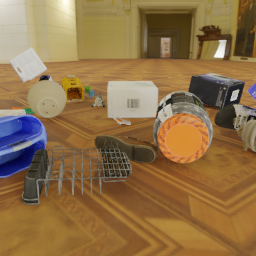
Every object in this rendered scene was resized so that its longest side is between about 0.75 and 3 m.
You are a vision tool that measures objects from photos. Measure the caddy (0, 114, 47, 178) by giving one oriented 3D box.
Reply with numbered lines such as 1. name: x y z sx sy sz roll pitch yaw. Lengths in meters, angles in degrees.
1. caddy: -3.323 0.455 7.938 1.159 1.561 2.208 6 19 32

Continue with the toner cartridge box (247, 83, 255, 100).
1. toner cartridge box: 5.416 -0.473 9.777 1.382 0.628 2.910 28 29 -26

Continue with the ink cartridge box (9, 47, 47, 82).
1. ink cartridge box: -3.058 -1.923 8.594 0.826 0.811 0.179 -35 0 -8

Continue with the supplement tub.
1. supplement tub: 1.749 -0.097 9.163 1.809 1.809 2.953 3 17 8

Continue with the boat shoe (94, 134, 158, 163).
1. boat shoe: -0.052 0.623 8.877 2.002 0.720 0.681 16 21 13

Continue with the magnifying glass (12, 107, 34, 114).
1. magnifying glass: -5.305 -0.918 14.400 1.504 0.168 0.599 9 21 21

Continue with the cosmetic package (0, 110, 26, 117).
1. cosmetic package: -5.124 0.020 9.873 2.691 1.141 1.448 -1 19 -1

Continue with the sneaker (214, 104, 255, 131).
1. sneaker: 4.808 -0.256 10.850 2.800 1.037 1.239 1 24 -10

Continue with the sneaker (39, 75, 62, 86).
1. sneaker: -4.830 -2.702 17.790 0.988 1.413 2.446 13 22 31

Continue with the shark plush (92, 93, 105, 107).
1. shark plush: -1.505 -1.621 15.685 0.720 0.660 1.584 4 19 12

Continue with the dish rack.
1. dish rack: -1.282 1.105 7.374 2.669 0.728 2.047 -1 19 -9

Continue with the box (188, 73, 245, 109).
1. box: 4.890 -2.130 15.614 2.227 1.383 2.245 25 29 37

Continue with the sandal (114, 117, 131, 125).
1. sandal: -0.276 -0.242 12.237 0.799 0.229 0.306 21 31 -1

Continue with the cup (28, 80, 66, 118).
1. cup: -3.661 -1.143 12.726 1.765 1.765 1.262 -5 27 -14

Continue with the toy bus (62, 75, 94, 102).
1. toy bus: -3.447 -2.560 17.050 2.441 1.261 2.304 18 35 17

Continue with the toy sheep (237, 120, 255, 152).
1. toy sheep: 4.328 0.296 9.040 1.173 1.173 1.701 -14 23 -37

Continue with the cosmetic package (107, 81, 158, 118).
1. cosmetic package: 0.171 -1.518 14.111 2.369 1.461 2.377 -1 17 -3
